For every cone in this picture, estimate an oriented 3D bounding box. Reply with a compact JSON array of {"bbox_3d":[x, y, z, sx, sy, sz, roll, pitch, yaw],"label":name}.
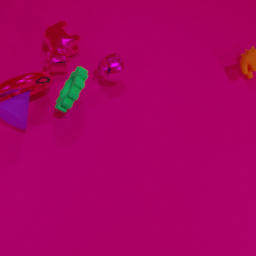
[{"bbox_3d":[-2.710,-0.611,7.018,0.919,0.919,0.922,20,63,12],"label":"cone"}]

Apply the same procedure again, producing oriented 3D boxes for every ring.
[{"bbox_3d":[-2.806,-1.049,7.408,1.699,1.699,0.340,-23,93,-13],"label":"ring"}]

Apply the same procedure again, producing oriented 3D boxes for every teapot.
[{"bbox_3d":[-0.535,-1.696,8.046,0.675,1.378,0.857,-17,78,-35],"label":"teapot"}]

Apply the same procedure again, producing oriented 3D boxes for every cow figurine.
[{"bbox_3d":[-2.188,-2.447,8.552,1.564,0.872,1.589,-34,75,-31],"label":"cow figurine"},{"bbox_3d":[3.648,-2.026,8.368,0.583,1.063,1.046,-20,72,38],"label":"cow figurine"}]

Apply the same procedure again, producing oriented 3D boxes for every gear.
[{"bbox_3d":[-1.485,-1.012,7.338,0.232,1.253,1.253,30,56,-25],"label":"gear"}]
